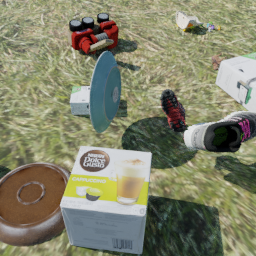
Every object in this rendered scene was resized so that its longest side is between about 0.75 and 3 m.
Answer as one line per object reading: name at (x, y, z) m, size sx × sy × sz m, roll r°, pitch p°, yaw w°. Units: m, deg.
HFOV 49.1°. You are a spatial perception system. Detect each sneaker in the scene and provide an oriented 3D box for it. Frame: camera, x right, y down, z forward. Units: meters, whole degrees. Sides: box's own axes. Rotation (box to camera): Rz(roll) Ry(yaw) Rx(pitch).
sneaker at (2.539, 0.136, 6.751) m, size 2.249 × 0.830 × 0.984 m, roll -11°, pitch 13°, yaw -18°
sneaker at (1.117, -0.494, 6.891) m, size 0.431 × 1.220 × 0.596 m, roll -13°, pitch 34°, yaw 24°

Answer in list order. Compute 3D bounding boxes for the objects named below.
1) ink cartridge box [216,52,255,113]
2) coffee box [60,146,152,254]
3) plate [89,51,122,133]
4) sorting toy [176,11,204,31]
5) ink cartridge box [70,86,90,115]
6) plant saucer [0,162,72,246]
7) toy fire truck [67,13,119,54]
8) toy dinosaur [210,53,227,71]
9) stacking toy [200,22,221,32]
ink cartridge box at (4.571, -1.492, 9.643) m, size 1.788 × 1.032 × 2.448 m, roll -18°, pitch 46°, yaw -19°
coffee box at (-0.362, 1.503, 5.972) m, size 1.577 × 1.580 × 1.562 m, roll 5°, pitch 43°, yaw 6°
plate at (-0.512, -0.940, 7.614) m, size 0.285 × 2.227 × 2.227 m, roll 7°, pitch 43°, yaw 14°
sorting toy at (3.203, -5.403, 14.204) m, size 1.161 × 0.689 × 1.290 m, roll -11°, pitch 44°, yaw -17°
ink cartridge box at (-1.209, -0.938, 9.396) m, size 1.313 × 0.554 × 0.959 m, roll -2°, pitch 43°, yaw -2°
plant saucer at (-2.294, 1.645, 6.745) m, size 2.306 × 0.370 × 2.306 m, roll 0°, pitch 44°, yaw 0°
toy fire truck at (-1.186, -3.872, 12.070) m, size 2.138 × 1.563 × 2.429 m, roll -25°, pitch 59°, yaw -26°
toy dinosaur at (3.635, -2.802, 11.563) m, size 0.662 × 0.419 × 0.977 m, roll -12°, pitch 38°, yaw -3°
stacking toy at (4.199, -5.176, 14.295) m, size 0.673 × 0.210 × 0.893 m, roll -18°, pitch 44°, yaw -21°
